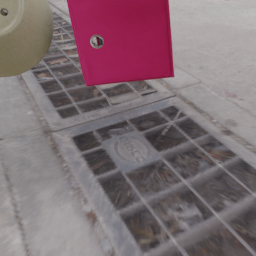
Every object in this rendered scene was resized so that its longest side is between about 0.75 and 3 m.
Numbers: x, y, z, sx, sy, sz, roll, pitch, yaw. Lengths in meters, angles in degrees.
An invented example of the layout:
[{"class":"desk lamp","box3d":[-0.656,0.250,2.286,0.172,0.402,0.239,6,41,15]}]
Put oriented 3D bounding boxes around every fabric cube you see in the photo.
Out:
[{"class":"fabric cube","box3d":[-0.021,-2.120,6.111,1.873,1.843,1.879,-4,28,8]}]

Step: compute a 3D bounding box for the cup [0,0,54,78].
[{"class":"cup","box3d":[-2.504,-2.134,5.140,2.335,2.335,1.670,-13,12,-17]}]
